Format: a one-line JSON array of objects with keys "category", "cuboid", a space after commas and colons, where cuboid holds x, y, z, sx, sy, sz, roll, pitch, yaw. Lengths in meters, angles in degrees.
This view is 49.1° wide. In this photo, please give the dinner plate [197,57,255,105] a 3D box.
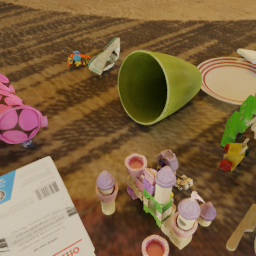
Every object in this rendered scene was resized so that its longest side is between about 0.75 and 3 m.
[{"category": "dinner plate", "cuboid": [3.413, -1.464, 8.833, 2.646, 0.321, 2.646, 0, 42, 0]}]

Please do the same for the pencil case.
[{"category": "pencil case", "cuboid": [-3.162, -0.596, 7.234, 1.218, 1.180, 2.600, -20, 41, -33]}]

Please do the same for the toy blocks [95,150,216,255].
[{"category": "toy blocks", "cuboid": [0.630, 1.100, 5.094, 2.000, 1.684, 1.869, -27, 49, -26]}]

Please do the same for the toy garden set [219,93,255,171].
[{"category": "toy garden set", "cuboid": [2.836, -0.176, 6.133, 0.457, 2.289, 1.908, 29, 50, 3]}]

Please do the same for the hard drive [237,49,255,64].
[{"category": "hard drive", "cuboid": [4.435, -2.438, 9.667, 0.880, 0.178, 1.334, 7, 30, -6]}]

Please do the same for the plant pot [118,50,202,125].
[{"category": "plant pot", "cuboid": [1.071, -1.195, 7.687, 1.996, 1.868, 1.868, -15, 43, -39]}]

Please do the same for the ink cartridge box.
[{"category": "ink cartridge box", "cuboid": [-1.449, 1.773, 4.694, 1.288, 0.753, 2.221, -23, 76, -22]}]

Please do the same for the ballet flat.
[{"category": "ballet flat", "cuboid": [-0.677, -2.477, 9.825, 0.617, 0.668, 1.980, 37, 53, -2]}]

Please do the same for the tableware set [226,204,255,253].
[{"category": "tableware set", "cuboid": [3.331, 1.865, 5.120, 1.959, 0.594, 2.964, 21, 40, 37]}]

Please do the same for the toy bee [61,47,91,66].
[{"category": "toy bee", "cuboid": [-1.861, -2.410, 9.768, 1.047, 0.569, 0.686, 26, 35, -8]}]
